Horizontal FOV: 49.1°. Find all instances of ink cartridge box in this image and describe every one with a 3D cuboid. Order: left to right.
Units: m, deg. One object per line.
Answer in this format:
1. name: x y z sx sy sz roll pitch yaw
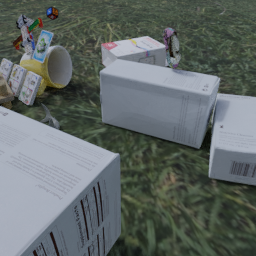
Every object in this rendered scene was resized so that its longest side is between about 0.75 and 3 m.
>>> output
1. ink cartridge box: 0.441 -2.824 10.740 2.560 0.864 1.491 -17 39 -22

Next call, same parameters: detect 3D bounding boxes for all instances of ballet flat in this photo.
1. ballet flat: 1.079 -1.831 6.600 0.364 1.053 0.375 -30 40 -13

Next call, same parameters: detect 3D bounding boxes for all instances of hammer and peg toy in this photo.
1. hammer and peg toy: -4.629 -1.205 8.447 1.800 0.863 2.447 -21 42 -26

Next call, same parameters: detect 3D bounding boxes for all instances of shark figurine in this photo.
1. shark figurine: -1.983 -0.084 7.143 0.885 0.618 1.481 0 37 -2

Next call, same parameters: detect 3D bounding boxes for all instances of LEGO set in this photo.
1. LEGO set: -3.063 -2.414 8.945 2.216 2.966 0.728 27 9 34

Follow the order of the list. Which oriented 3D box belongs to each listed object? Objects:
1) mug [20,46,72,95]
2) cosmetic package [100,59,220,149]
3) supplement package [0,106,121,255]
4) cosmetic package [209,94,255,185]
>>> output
1. mug: -2.886 -1.973 9.235 1.384 1.350 1.686 7 28 23
2. cosmetic package: 0.717 -0.689 7.170 2.768 1.562 1.123 18 38 20
3. supplement package: -1.856 1.382 3.868 2.552 1.963 2.669 19 40 25
4. cosmetic package: 2.605 0.163 6.469 1.311 0.943 2.324 7 37 12
